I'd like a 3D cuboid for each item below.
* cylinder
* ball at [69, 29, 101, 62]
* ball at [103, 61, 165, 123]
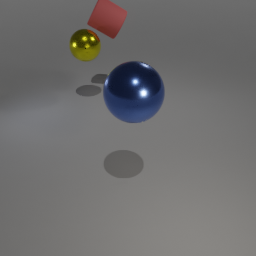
[{"bbox_3d":[-0.962,-5.084,12.926,1.400,1.400,1.400,25,26,-17],"label":"cylinder"},{"bbox_3d":[-1.896,-3.657,12.419,1.400,1.400,1.400,0,31,0],"label":"ball"},{"bbox_3d":[0.133,-0.804,6.369,1.400,1.400,1.400,0,31,0],"label":"ball"}]
